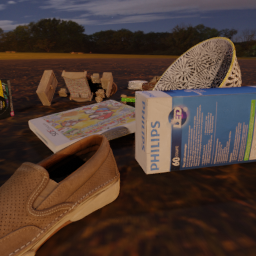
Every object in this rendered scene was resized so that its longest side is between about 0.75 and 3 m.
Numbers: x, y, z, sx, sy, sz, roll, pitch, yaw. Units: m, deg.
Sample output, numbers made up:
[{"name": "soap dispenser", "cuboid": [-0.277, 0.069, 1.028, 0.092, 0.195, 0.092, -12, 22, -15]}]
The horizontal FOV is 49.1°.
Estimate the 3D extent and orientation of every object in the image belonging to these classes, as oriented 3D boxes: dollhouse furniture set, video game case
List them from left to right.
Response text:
[{"name": "dollhouse furniture set", "cuboid": [-1.802, -1.263, 10.182, 2.474, 1.282, 1.095, 3, 57, 8]}, {"name": "video game case", "cuboid": [-0.929, -0.144, 6.909, 2.492, 0.285, 2.268, -17, 23, -28]}]

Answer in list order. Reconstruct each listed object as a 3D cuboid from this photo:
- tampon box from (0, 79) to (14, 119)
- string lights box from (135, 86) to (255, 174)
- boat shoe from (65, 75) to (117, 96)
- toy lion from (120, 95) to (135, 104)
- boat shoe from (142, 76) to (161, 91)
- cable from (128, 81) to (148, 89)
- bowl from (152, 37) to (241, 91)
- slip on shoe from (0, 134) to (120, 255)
[{"name": "tampon box", "cuboid": [-4.255, -0.787, 8.012, 0.970, 1.151, 1.536, 8, 18, 24]}, {"name": "string lights box", "cuboid": [1.483, -0.032, 5.148, 2.621, 1.347, 0.773, -4, 17, -12]}, {"name": "boat shoe", "cuboid": [-1.715, -1.856, 12.091, 2.436, 0.858, 0.857, 7, 15, 21]}, {"name": "toy lion", "cuboid": [0.179, -1.083, 10.607, 0.952, 0.327, 0.912, 7, 10, 22]}, {"name": "boat shoe", "cuboid": [1.377, -1.766, 11.761, 0.927, 0.879, 2.449, -9, 19, -28]}, {"name": "cable", "cuboid": [0.511, -2.190, 14.117, 0.990, 0.343, 0.990, 3, 17, 9]}, {"name": "bowl", "cuboid": [1.782, -0.759, 6.888, 1.247, 2.657, 2.657, 37, 2, -24]}, {"name": "slip on shoe", "cuboid": [-1.127, 0.812, 3.167, 1.087, 0.866, 2.859, 14, 21, 38]}]
